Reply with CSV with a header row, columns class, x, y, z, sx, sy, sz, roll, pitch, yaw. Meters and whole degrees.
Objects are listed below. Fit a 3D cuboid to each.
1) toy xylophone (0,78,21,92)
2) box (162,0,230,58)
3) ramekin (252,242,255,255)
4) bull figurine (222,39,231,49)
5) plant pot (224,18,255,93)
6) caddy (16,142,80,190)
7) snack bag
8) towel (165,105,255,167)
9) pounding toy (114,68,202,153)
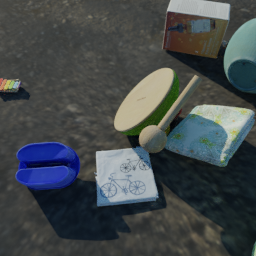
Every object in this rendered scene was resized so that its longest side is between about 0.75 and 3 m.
class,x,y,z,sx,sy,sz,roll,pitch,yaw
toy xylophone,-3.843,-1.395,8.976,0.861,0.216,0.631,-4,52,-3
box,2.341,-3.508,9.808,2.004,1.526,1.065,12,53,9
ramekin,3.575,2.645,5.132,2.481,1.212,2.481,0,52,0
bull figurine,3.558,-2.746,9.655,0.340,0.633,1.043,-11,62,-1
plant pot,3.663,-1.841,8.051,2.170,2.170,1.461,34,57,24
caddy,-1.952,0.921,6.792,1.532,0.804,1.083,-4,72,1
snack bag,-0.099,1.150,6.996,1.460,0.166,1.548,-6,52,-5
towel,2.116,0.078,7.239,1.669,0.469,1.949,13,46,44
pounding toy,0.902,-0.342,7.368,2.146,1.290,2.780,-50,23,0
